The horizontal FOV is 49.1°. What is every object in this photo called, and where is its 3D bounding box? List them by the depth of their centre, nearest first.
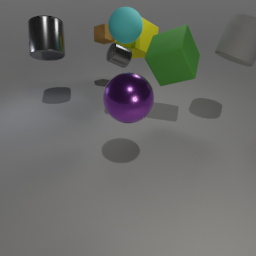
[{"bbox_3d":[0.018,-0.826,7.744,1.400,1.400,1.400,0,31,0],"label":"ball"},{"bbox_3d":[4.014,-3.069,9.867,1.400,1.400,1.400,21,14,-6],"label":"cylinder"},{"bbox_3d":[-0.322,-2.618,10.106,0.700,0.700,0.700,16,23,-28],"label":"cylinder"},{"bbox_3d":[1.644,-2.596,10.157,1.400,1.400,1.400,-8,46,33],"label":"cube"},{"bbox_3d":[-0.096,-4.151,11.357,1.400,1.400,1.400,0,31,0],"label":"ball"},{"bbox_3d":[-3.310,-3.615,11.417,1.400,1.400,1.400,-4,-2,0],"label":"cylinder"},{"bbox_3d":[0.371,-4.105,12.912,1.400,1.400,1.400,10,2,42],"label":"cube"},{"bbox_3d":[-1.099,-4.358,13.022,0.700,0.700,0.700,-1,2,36],"label":"cube"}]
